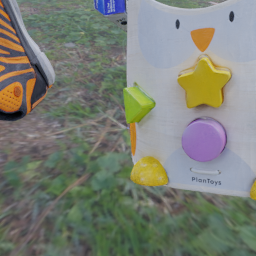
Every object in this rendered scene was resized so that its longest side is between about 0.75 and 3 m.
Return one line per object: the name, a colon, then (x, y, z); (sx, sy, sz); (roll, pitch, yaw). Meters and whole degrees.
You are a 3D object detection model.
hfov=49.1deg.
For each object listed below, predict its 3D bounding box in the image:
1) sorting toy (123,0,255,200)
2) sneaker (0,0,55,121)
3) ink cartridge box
sorting toy: (1.000, -0.691, 3.430); (2.981, 2.683, 1.592); (1, 21, 27)
sneaker: (-2.241, -1.204, 4.152); (1.061, 2.736, 1.533); (-6, 44, 33)
ink cartridge box: (0.068, -3.360, 7.741); (0.562, 1.424, 2.865); (-10, -9, 30)
